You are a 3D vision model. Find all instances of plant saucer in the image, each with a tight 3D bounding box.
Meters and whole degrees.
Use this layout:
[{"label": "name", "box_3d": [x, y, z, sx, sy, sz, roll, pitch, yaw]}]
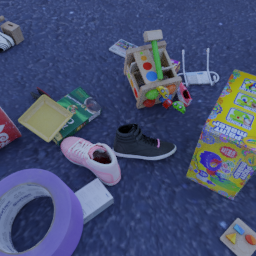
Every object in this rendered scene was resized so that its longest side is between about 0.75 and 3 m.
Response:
[{"label": "plant saucer", "box_3d": [-2.835, -0.306, 9.737, 1.346, 0.326, 1.345, 34, 66, 6]}]

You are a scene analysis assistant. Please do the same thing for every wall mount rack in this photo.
[{"label": "wall mount rack", "box_3d": [2.951, -2.501, 11.860, 1.880, 0.701, 1.633, -4, 63, -3]}]

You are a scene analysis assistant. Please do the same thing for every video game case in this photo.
[{"label": "video game case", "box_3d": [-0.209, -3.760, 13.258, 1.033, 0.119, 0.942, 30, 59, 22]}]

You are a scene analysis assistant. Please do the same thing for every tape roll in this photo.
[{"label": "tape roll", "box_3d": [-2.645, 2.547, 7.641, 2.661, 1.131, 2.661, -4, 58, 7]}]

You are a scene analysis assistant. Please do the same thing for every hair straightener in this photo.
[{"label": "hair straightener", "box_3d": [-3.214, -0.905, 11.033, 1.888, 0.386, 0.726, 36, 62, 19]}]

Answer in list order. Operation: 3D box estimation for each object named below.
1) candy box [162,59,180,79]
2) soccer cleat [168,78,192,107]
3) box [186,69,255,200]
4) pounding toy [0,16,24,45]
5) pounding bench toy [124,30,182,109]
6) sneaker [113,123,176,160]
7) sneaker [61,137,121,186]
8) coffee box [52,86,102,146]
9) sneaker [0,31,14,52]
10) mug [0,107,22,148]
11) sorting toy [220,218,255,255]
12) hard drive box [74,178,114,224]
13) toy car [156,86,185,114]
[{"label": "candy box", "box_3d": [1.264, -2.690, 12.217, 1.750, 0.494, 1.021, 25, 59, 19]}, {"label": "soccer cleat", "box_3d": [2.085, -1.581, 11.124, 0.526, 0.603, 1.578, -11, 68, -24]}, {"label": "box", "box_3d": [3.266, 0.250, 8.599, 1.682, 2.758, 2.656, 25, 57, 18]}, {"label": "pounding toy", "box_3d": [-5.669, -4.795, 13.308, 1.108, 1.261, 0.577, 26, 57, 18]}, {"label": "pounding bench toy", "box_3d": [0.947, -2.068, 10.279, 1.558, 2.508, 1.956, -16, 71, -11]}, {"label": "sneaker", "box_3d": [0.550, 0.416, 9.377, 2.188, 1.085, 0.774, 1, 35, 3]}, {"label": "sneaker", "box_3d": [-1.277, 0.772, 9.140, 2.505, 1.310, 0.943, 32, 61, 24]}, {"label": "coffee box", "box_3d": [-2.166, -0.484, 10.410, 2.149, 0.473, 1.322, -39, 78, -25]}, {"label": "sneaker", "box_3d": [-6.345, -4.125, 13.187, 1.739, 0.656, 1.001, 27, 56, 16]}, {"label": "mug", "box_3d": [-5.217, 0.391, 9.539, 2.523, 2.240, 1.683, -40, 99, -21]}, {"label": "sorting toy", "box_3d": [3.398, 3.297, 7.940, 0.946, 0.188, 1.279, -36, 60, -24]}, {"label": "hard drive box", "box_3d": [-1.138, 2.220, 8.589, 1.124, 0.432, 0.876, -31, 59, -21]}, {"label": "toy car", "box_3d": [1.568, -0.894, 9.675, 0.280, 1.256, 1.182, -45, 55, -8]}]
